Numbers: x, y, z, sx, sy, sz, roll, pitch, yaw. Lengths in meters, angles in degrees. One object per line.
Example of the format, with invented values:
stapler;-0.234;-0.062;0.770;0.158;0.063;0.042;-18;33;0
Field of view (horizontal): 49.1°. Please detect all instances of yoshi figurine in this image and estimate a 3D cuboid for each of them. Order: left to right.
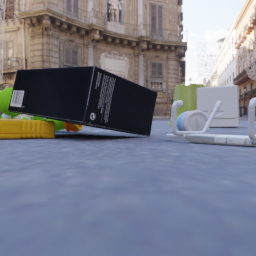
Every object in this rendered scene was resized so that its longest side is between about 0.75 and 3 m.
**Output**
yoshi figurine;-2.213;-0.495;6.703;2.270;1.271;1.276;-2;7;18

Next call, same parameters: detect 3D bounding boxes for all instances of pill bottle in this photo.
pill bottle;1.131;-0.082;5.048;0.451;0.451;0.830;0;1;-4

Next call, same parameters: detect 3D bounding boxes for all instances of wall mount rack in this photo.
wall mount rack;1.357;-0.115;3.633;1.636;0.610;1.421;3;3;41

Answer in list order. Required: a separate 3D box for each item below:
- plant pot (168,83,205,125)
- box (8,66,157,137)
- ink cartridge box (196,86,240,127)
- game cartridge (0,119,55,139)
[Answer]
plant pot;3.234;-1.198;14.612;2.287;2.102;2.287;0;1;0
box;-0.812;-0.450;4.852;2.130;0.840;1.503;9;-5;41
ink cartridge box;3.409;-0.750;10.530;1.432;1.425;1.951;-1;1;20
game cartridge;-2.474;-0.002;4.909;2.243;0.364;1.977;3;1;-17
